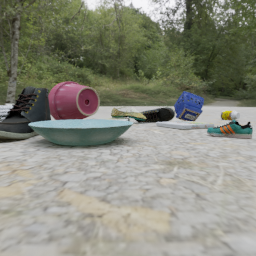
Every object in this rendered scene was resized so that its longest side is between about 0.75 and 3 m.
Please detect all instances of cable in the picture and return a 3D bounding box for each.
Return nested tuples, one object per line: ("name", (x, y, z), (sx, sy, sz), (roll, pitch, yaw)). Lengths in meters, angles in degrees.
("cable", (-4.839, -0.336, 10.231), (2.647, 0.916, 2.647), (0, 7, 7))

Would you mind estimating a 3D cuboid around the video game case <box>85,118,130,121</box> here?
("video game case", (-1.051, -0.306, 13.329), (2.074, 0.237, 1.888), (0, 5, 8))

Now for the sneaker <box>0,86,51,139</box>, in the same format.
("sneaker", (-3.340, -0.517, 8.612), (1.103, 1.566, 2.948), (1, 6, 9))

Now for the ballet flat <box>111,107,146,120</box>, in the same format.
("ballet flat", (0.026, -0.731, 13.696), (1.816, 0.642, 0.642), (6, 7, 18))

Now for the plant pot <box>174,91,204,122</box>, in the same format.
("plant pot", (2.916, -0.909, 13.404), (1.124, 1.011, 1.124), (18, -41, -9))

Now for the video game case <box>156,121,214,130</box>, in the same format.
("video game case", (2.353, -0.129, 11.711), (1.644, 0.207, 1.807), (-3, 6, -29))

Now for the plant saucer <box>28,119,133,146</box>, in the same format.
("plant saucer", (-1.240, 0.103, 7.661), (2.792, 0.538, 2.792), (1, 6, 0))

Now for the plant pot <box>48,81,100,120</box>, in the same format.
("plant pot", (-2.291, -1.143, 12.544), (1.768, 1.975, 1.975), (2, 5, 44))

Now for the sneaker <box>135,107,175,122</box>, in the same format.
("sneaker", (1.305, -0.568, 14.016), (1.086, 0.764, 2.044), (-12, 3, -44))

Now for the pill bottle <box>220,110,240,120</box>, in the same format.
("pill bottle", (5.748, -0.706, 15.750), (0.540, 0.540, 0.989), (-4, 7, -37))

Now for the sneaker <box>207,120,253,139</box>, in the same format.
("sneaker", (3.099, 0.004, 8.578), (1.361, 0.544, 0.486), (4, 7, 34))
